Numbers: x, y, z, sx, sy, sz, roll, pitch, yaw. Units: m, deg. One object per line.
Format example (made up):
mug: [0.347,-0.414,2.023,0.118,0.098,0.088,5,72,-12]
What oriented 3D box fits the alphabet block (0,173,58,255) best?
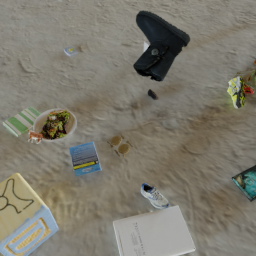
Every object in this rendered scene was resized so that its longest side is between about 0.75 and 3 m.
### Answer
alphabet block: [-3.279,2.640,8.216,1.614,1.623,1.652,-35,57,-29]

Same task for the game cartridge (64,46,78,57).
game cartridge: [-3.156,-4.206,15.342,0.540,0.164,0.810,-31,55,-20]

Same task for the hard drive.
hard drive: [0.751,3.285,8.532,2.166,0.289,1.428,-11,49,-9]

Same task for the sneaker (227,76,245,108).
sneaker: [4.920,-1.567,12.771,0.662,0.654,1.734,-14,46,38]

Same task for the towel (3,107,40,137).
towel: [-4.386,-0.302,11.842,1.074,0.165,1.408,34,54,25]

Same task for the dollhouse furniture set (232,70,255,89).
dollhouse furniture set: [5.944,-2.222,13.417,1.636,0.821,1.072,5,33,42]

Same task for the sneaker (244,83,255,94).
sneaker: [5.485,-1.845,13.120,0.847,0.326,0.360,25,60,22]

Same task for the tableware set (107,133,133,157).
tableware set: [-0.301,0.683,10.932,0.676,0.205,1.023,-35,50,-13]

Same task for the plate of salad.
plate of salad: [-3.009,-0.206,11.529,1.771,0.425,1.771,1,51,-2]

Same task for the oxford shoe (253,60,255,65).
oxford shoe: [6.862,-3.595,14.662,0.352,0.352,0.986,32,57,24]

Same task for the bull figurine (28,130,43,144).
bull figurine: [-3.707,0.351,11.066,0.778,0.253,0.472,11,82,27]

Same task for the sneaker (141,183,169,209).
sneaker: [0.845,2.215,9.231,1.169,0.498,0.450,27,52,36]

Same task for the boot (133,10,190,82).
boot: [0.854,-3.290,11.289,2.647,1.011,2.224,36,84,18]

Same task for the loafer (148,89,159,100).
loafer: [1.157,-1.505,12.890,0.268,0.276,0.756,13,34,-41]

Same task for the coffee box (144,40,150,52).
coffee box: [1.780,-4.176,14.711,1.830,1.034,0.730,-23,53,-18]

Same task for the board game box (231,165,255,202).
board game box: [4.562,1.848,9.871,1.508,0.212,1.020,-21,51,-18]

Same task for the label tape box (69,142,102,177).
label tape box: [-1.568,1.218,10.293,0.959,0.442,1.338,-14,52,-11]
